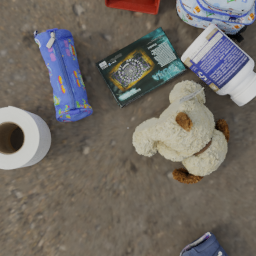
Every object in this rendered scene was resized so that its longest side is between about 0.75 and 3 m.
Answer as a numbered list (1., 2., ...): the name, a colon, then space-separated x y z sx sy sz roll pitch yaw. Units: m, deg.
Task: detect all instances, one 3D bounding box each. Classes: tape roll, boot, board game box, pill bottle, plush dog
1. tape roll: -3.320 0.318 8.352 1.769 1.214 1.769 0 85 0
2. boot: 1.689 4.288 8.190 2.752 1.001 1.243 -32 87 -12
3. board game box: 0.407 -1.926 8.966 2.426 0.342 1.641 -30 88 -2
4. pill bottle: 2.896 -1.822 8.438 2.334 1.397 1.397 43 87 2
5. plush dog: 1.916 0.304 8.120 2.419 2.260 2.817 43 87 -21

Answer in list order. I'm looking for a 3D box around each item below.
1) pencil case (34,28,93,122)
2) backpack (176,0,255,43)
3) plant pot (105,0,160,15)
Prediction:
1. pencil case: -1.943 -1.626 8.492 1.121 1.247 2.872 -16 86 -6
2. backpack: 2.682 -4.116 8.466 2.384 1.928 2.503 8 88 11
3. plant pot: 0.248 -4.818 8.618 1.754 1.752 1.545 9 75 1
